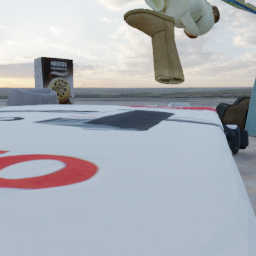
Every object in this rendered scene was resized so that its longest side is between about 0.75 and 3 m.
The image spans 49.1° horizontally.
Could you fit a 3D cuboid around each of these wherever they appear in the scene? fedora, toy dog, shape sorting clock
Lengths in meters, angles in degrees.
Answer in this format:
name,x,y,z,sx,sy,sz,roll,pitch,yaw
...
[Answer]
name,x,y,z,sx,sy,sz,roll,pitch,yaw
fedora,-3.173,-0.713,9.197,2.368,1.209,2.677,-5,9,-34
toy dog,1.922,-3.552,8.364,1.513,2.103,2.169,-44,-26,26
shape sorting clock,2.603,-3.061,6.710,1.250,0.245,1.250,19,25,-9

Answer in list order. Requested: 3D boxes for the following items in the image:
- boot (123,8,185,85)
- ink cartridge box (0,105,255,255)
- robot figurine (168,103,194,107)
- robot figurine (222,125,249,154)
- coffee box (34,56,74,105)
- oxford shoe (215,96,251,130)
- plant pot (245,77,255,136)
name,x,y,z,sx,sy,sz,roll,pitch,yaw
boot,0.407,-1.207,4.186,0.916,1.046,0.346,-1,-12,-22
ink cartridge box,-0.416,0.399,1.419,1.701,0.987,2.358,2,8,16
robot figurine,2.008,-0.659,10.939,1.158,0.654,0.982,2,2,15
robot figurine,1.640,0.206,4.872,0.827,0.622,0.516,1,32,9
coffee box,-3.078,-1.663,11.705,1.377,2.437,0.973,-6,10,-40
oxford shoe,3.499,-0.357,8.215,1.065,0.917,2.522,16,24,38
plant pot,4.524,-1.066,6.102,2.658,2.715,2.666,-3,8,-17
